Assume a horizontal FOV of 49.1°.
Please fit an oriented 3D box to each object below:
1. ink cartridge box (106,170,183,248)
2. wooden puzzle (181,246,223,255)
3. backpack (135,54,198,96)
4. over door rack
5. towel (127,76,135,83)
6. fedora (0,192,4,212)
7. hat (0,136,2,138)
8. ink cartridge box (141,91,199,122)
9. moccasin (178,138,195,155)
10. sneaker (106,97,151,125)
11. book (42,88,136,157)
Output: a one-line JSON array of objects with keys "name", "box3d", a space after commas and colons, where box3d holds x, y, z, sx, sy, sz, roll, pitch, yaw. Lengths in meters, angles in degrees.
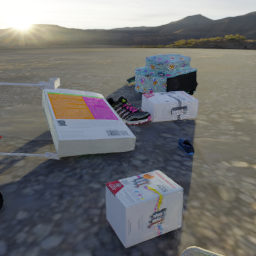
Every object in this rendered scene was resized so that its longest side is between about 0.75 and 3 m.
[{"name": "ink cartridge box", "box3d": [0.237, 1.148, 4.156, 0.953, 0.689, 0.692, -10, 22, -26]}, {"name": "wooden puzzle", "box3d": [1.109, 1.970, 2.230, 2.049, 0.412, 2.215, 10, 22, 26]}, {"name": "backpack", "box3d": [1.501, -2.229, 12.134, 2.453, 1.880, 2.156, 9, 26, 42]}, {"name": "over door rack", "box3d": [-2.662, -0.096, 5.888, 2.520, 1.862, 0.839, -2, 24, -11]}, {"name": "towel", "box3d": [1.376, -2.891, 15.475, 2.461, 0.267, 1.805, -13, 1, -36]}, {"name": "fedora", "box3d": [-2.689, 1.092, 4.320, 1.497, 0.683, 1.497, 0, 20, 0]}, {"name": "hat", "box3d": [-3.610, 0.457, 7.057, 0.806, 0.710, 0.668, -43, 51, -12]}, {"name": "ink cartridge box", "box3d": [1.401, -0.753, 9.512, 1.619, 0.686, 1.179, -4, 24, -16]}, {"name": "moccasin", "box3d": [1.472, 0.402, 6.922, 0.312, 0.265, 0.776, -5, 20, -14]}, {"name": "sneaker", "box3d": [-0.082, -0.604, 9.027, 1.755, 0.767, 0.647, 11, 22, 28]}, {"name": "book", "box3d": [-1.168, -0.265, 7.498, 1.862, 0.670, 2.787, -2, 29, -23]}]
